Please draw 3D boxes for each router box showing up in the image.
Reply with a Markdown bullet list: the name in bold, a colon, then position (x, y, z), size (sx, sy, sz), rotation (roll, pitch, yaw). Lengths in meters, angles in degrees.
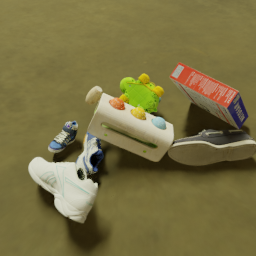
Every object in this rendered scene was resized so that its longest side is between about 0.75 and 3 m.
- **router box**: position (2.194, -0.808, 7.436), size (1.733, 1.931, 0.472), rotation (37, 95, 32)

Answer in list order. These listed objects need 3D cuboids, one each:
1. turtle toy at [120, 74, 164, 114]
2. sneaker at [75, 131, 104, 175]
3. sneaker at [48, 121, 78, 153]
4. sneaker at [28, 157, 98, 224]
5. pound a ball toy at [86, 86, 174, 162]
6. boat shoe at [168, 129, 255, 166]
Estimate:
- **turtle toy**: position (0.316, -0.948, 8.068), size (1.109, 0.769, 1.521), rotation (-45, 69, 3)
- **sneaker**: position (-0.776, 0.533, 6.718), size (0.591, 0.504, 1.340), rotation (-8, 55, 35)
- **sneaker**: position (-1.615, 0.150, 7.042), size (0.375, 0.682, 0.931), rotation (28, 32, 18)
- **sneaker**: position (-1.330, 1.066, 5.857), size (2.123, 0.747, 0.851), rotation (29, 83, 41)
- **pound a ball toy**: position (-0.014, -0.303, 6.919), size (2.225, 0.945, 1.451), rotation (25, 32, -9)
- **boat shoe**: position (2.002, 0.404, 6.852), size (2.165, 0.786, 0.679), rotation (-3, 42, -4)
